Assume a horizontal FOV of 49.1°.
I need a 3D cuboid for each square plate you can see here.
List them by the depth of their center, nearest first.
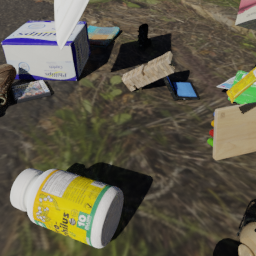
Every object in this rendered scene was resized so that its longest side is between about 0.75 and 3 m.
[{"bbox_3d":[-1.750,-4.064,8.513,0.350,2.438,2.461,11,55,-33],"label":"square plate"}]

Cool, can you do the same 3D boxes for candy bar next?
[{"bbox_3d":[1.886,-0.745,4.295,0.107,0.967,0.241,10,54,-27],"label":"candy bar"}]

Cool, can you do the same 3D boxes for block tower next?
[{"bbox_3d":[0.726,-1.942,9.875,1.992,0.576,0.538,-21,37,34],"label":"block tower"}]

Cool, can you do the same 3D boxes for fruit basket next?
[{"bbox_3d":[4.546,-1.444,9.592,2.197,1.112,2.372,28,41,32],"label":"fruit basket"}]

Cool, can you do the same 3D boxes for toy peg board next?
[{"bbox_3d":[2.787,-0.017,7.513,1.392,1.386,0.681,-11,22,-14],"label":"toy peg board"}]

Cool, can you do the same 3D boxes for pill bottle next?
[{"bbox_3d":[-1.222,1.471,5.551,2.044,1.153,1.153,14,39,18],"label":"pill bottle"}]

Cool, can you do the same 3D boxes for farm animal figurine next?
[{"bbox_3d":[2.815,2.271,4.338,2.488,1.297,2.461,-31,46,-35],"label":"farm animal figurine"}]

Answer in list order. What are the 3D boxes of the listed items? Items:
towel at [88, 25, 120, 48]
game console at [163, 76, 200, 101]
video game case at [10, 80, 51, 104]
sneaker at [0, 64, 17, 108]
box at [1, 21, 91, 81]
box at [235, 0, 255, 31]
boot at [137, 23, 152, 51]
[{"bbox_3d":[-1.651,-4.964,15.053,1.935,0.286,2.639,8,37,12],"label":"towel"},{"bbox_3d":[1.835,-1.674,10.139,0.848,1.282,1.457,-26,34,13],"label":"game console"},{"bbox_3d":[-3.575,-1.353,10.237,1.242,0.158,1.122,-17,40,-22],"label":"video game case"},{"bbox_3d":[-4.451,-1.177,9.554,1.057,0.985,2.797,22,45,4],"label":"sneaker"},{"bbox_3d":[-3.216,-3.325,11.740,2.719,1.551,2.956,2,37,4],"label":"box"},{"bbox_3d":[2.822,-2.708,5.438,0.795,1.459,0.933,10,9,-11],"label":"box"},{"bbox_3d":[0.835,-4.525,13.723,0.518,1.146,1.399,12,37,17],"label":"boot"}]
